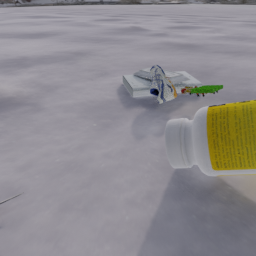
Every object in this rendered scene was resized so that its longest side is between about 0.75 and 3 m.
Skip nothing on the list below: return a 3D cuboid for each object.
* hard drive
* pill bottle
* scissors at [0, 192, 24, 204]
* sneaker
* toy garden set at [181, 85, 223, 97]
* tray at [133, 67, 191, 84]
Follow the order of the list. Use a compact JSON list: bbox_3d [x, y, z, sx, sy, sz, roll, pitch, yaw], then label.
[{"bbox_3d":[1.297,-1.782,11.094,2.716,0.357,1.791,-6,29,-12],"label":"hard drive"},{"bbox_3d":[2.229,0.226,5.794,2.730,1.519,1.519,-7,24,25],"label":"pill bottle"},{"bbox_3d":[-2.581,1.477,5.161,1.263,0.088,0.462,-26,2,-39],"label":"scissors"},{"bbox_3d":[1.019,-1.548,9.715,0.755,0.645,1.713,-28,47,3],"label":"sneaker"},{"bbox_3d":[2.243,-1.149,8.880,1.228,0.294,1.474,3,13,30],"label":"toy garden set"},{"bbox_3d":[1.271,-2.092,10.947,1.150,0.237,2.141,-19,30,-34],"label":"tray"}]
